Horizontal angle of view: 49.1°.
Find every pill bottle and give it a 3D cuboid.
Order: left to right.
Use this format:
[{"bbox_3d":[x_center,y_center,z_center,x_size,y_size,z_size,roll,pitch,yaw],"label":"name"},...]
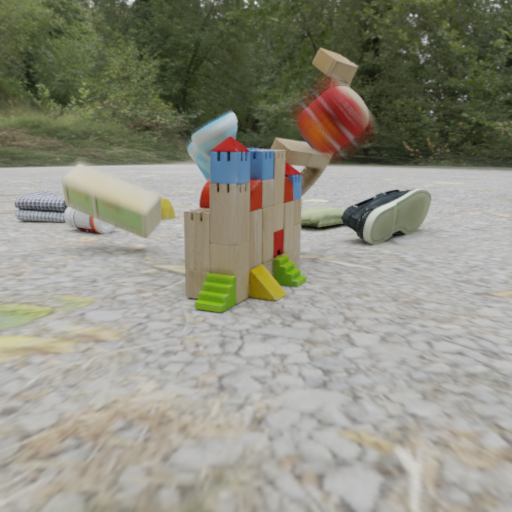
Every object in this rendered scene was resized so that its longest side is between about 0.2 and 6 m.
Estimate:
[{"bbox_3d":[-3.969,-0.897,13.360,1.206,0.660,0.660,8,14,33],"label":"pill bottle"}]

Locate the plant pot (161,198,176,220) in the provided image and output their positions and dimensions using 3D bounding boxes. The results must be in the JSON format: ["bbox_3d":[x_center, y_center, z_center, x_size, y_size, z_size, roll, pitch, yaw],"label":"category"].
[{"bbox_3d":[-2.644,-1.320,15.676,0.773,0.549,0.773,0,12,0],"label":"plant pot"}]

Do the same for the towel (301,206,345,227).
[{"bbox_3d":[1.594,-1.024,14.336,1.393,0.343,1.878,12,15,43],"label":"towel"}]

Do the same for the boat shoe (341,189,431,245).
[{"bbox_3d":[2.974,-0.994,12.748,0.999,1.126,3.012,24,33,35],"label":"boat shoe"}]

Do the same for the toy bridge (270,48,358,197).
[{"bbox_3d":[0.807,-1.773,9.823,1.176,3.498,0.476,-4,40,-44],"label":"toy bridge"}]

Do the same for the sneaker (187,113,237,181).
[{"bbox_3d":[-0.451,-1.512,9.216,0.818,1.343,2.058,-31,6,-8],"label":"sneaker"}]

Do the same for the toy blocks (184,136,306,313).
[{"bbox_3d":[-0.099,-0.666,8.434,1.602,2.191,3.206,6,12,24],"label":"toy blocks"}]

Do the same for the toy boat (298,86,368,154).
[{"bbox_3d":[0.825,-1.523,6.563,0.639,0.638,0.977,-45,8,-34],"label":"toy boat"}]

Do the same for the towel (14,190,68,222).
[{"bbox_3d":[-5.639,-1.388,15.536,1.429,0.738,1.725,2,12,4],"label":"towel"}]

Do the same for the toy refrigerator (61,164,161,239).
[{"bbox_3d":[-2.816,-1.053,10.896,1.844,0.700,0.645,23,48,11],"label":"toy refrigerator"}]
